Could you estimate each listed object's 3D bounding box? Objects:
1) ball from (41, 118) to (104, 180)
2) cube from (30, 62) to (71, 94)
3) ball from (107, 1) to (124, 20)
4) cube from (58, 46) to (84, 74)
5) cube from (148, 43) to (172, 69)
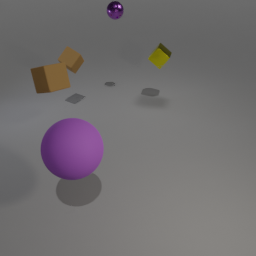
[{"bbox_3d":[-1.255,0.472,6.365,1.400,1.400,1.400,0,32,0],"label":"ball"},{"bbox_3d":[-2.125,-1.375,7.706,0.700,0.700,0.700,3,20,42],"label":"cube"},{"bbox_3d":[-0.522,-4.785,11.397,0.700,0.700,0.700,0,32,0],"label":"ball"},{"bbox_3d":[-2.354,-2.816,11.629,0.700,0.700,0.700,33,-5,9],"label":"cube"},{"bbox_3d":[1.413,-3.183,12.357,0.700,0.700,0.700,38,36,-11],"label":"cube"}]
